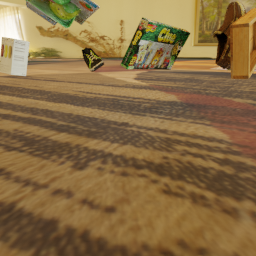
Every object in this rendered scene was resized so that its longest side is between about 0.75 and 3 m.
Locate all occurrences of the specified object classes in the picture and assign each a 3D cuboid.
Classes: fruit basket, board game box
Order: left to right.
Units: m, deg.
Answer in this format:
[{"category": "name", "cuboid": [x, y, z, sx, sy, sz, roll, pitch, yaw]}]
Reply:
[{"category": "fruit basket", "cuboid": [-1.972, -3.461, 7.161, 2.286, 1.157, 2.468, 30, 5, -23]}, {"category": "board game box", "cuboid": [1.022, -2.696, 9.376, 0.349, 1.558, 2.973, 38, 29, 24]}]

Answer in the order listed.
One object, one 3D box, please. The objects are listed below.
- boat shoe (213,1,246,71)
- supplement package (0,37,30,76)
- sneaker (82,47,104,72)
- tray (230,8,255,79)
[{"category": "boat shoe", "cuboid": [3.322, -3.146, 9.314, 0.889, 2.403, 0.888, 8, -12, -11]}, {"category": "supplement package", "cuboid": [-2.755, -1.725, 6.769, 0.477, 0.839, 0.459, 15, 12, 27]}, {"category": "sneaker", "cuboid": [-1.410, -2.584, 10.341, 0.579, 0.669, 1.615, -37, 34, -5]}, {"category": "tray", "cuboid": [3.703, -2.668, 8.494, 0.549, 1.461, 2.963, 6, 30, 32]}]
